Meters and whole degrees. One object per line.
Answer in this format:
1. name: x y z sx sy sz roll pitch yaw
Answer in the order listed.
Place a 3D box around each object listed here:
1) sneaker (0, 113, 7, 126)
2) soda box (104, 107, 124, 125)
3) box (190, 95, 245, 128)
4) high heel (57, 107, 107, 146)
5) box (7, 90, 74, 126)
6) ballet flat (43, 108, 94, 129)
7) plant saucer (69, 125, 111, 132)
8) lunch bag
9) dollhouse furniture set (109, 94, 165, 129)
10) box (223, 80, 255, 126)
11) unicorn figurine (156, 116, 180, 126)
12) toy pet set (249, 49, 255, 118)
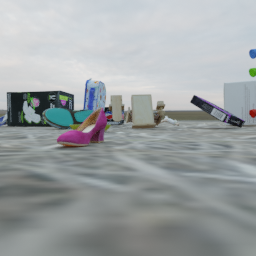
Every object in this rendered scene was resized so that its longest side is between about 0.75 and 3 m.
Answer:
1. sneaker: -5.153 -0.287 12.183 0.462 0.661 1.144 -1 31 17
2. soda box: -0.842 -0.667 15.650 1.053 0.942 2.975 -1 1 5
3. box: 3.072 -0.534 9.504 1.334 0.337 1.866 39 19 36
4. high heel: -0.568 -0.035 3.630 0.353 0.502 1.047 1 2 27
5. box: -3.735 -0.820 12.237 2.373 1.475 1.763 0 2 10
6. ballet flat: -1.974 -0.234 9.259 0.777 0.777 2.092 2 1 43
7. plant saucer: -0.948 0.008 7.079 0.772 0.185 0.771 2 3 35
8. lunch bag: -1.520 -1.131 12.387 0.799 2.114 1.694 5 3 7
9. dollhouse furniture set: 0.283 -0.163 10.100 1.970 1.128 2.311 -1 -23 -5
10. box: 5.488 -1.106 12.952 1.718 2.005 1.995 -1 2 31
11. unicorn figurine: 1.897 -0.311 13.073 1.061 0.392 0.729 6 14 10
12. toy pet set: 5.915 -1.376 10.072 1.564 2.946 2.751 -21 33 -9
